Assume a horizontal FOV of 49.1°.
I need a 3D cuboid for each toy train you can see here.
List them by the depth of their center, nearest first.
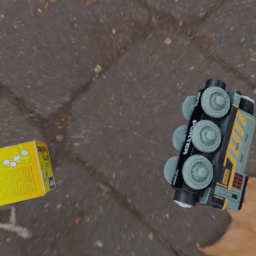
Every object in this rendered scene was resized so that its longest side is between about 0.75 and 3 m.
[{"bbox_3d":[1.294,0.276,4.191,1.130,0.845,1.982,23,75,-15],"label":"toy train"}]

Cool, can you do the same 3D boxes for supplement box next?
[{"bbox_3d":[-2.660,1.008,5.747,1.984,1.080,1.086,-13,86,-6],"label":"supplement box"}]
